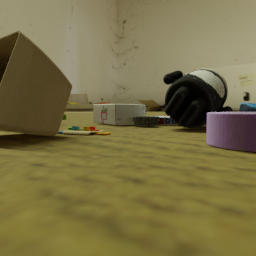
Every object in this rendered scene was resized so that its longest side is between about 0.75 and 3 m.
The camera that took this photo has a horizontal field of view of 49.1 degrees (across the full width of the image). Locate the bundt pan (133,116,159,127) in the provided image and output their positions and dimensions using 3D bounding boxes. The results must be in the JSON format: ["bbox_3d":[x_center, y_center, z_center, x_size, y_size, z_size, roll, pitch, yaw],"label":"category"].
[{"bbox_3d":[0.661,-0.239,10.392,1.011,0.379,1.011,1,5,0],"label":"bundt pan"}]

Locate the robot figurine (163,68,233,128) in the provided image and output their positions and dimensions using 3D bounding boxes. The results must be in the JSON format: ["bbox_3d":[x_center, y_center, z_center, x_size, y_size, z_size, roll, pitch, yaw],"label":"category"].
[{"bbox_3d":[2.339,-1.054,9.467,1.743,2.098,2.793,-11,14,38],"label":"robot figurine"}]

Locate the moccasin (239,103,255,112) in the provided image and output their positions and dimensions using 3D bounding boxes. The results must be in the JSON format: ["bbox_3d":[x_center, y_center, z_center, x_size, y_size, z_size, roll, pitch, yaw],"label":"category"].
[{"bbox_3d":[4.905,-0.486,10.736,1.038,0.880,2.580,9,7,13],"label":"moccasin"}]

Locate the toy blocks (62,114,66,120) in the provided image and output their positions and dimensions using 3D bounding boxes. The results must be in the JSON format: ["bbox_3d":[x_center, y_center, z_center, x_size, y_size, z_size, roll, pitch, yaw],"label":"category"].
[{"bbox_3d":[-3.602,-0.460,11.323,1.231,0.900,1.801,-10,-4,34],"label":"toy blocks"}]

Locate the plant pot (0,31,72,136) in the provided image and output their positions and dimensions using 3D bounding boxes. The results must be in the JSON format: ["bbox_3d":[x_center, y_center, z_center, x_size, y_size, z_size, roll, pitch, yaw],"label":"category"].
[{"bbox_3d":[-2.629,-0.773,6.799,2.078,2.075,1.839,3,-17,41],"label":"plant pot"}]

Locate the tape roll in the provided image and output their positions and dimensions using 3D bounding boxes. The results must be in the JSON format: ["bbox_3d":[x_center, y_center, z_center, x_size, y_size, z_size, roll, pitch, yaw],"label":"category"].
[{"bbox_3d":[2.451,0.014,5.207,1.907,0.626,1.907,0,5,0],"label":"tape roll"}]

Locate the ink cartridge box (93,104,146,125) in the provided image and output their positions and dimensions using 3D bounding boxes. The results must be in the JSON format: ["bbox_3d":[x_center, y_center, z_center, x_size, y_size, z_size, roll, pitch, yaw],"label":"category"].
[{"bbox_3d":[-0.388,-0.590,11.833,1.462,0.856,2.023,-2,6,-33],"label":"ink cartridge box"}]

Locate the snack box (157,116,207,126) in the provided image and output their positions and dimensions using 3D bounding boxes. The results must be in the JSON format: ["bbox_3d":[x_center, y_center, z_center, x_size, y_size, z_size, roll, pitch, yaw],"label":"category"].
[{"bbox_3d":[2.261,-0.274,10.934,2.913,0.354,1.047,2,5,28],"label":"snack box"}]

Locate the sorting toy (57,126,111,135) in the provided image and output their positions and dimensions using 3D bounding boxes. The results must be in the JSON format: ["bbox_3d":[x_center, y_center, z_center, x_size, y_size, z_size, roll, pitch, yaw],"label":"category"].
[{"bbox_3d":[-1.183,0.046,7.566,1.575,0.214,0.887,2,4,21],"label":"sorting toy"}]
